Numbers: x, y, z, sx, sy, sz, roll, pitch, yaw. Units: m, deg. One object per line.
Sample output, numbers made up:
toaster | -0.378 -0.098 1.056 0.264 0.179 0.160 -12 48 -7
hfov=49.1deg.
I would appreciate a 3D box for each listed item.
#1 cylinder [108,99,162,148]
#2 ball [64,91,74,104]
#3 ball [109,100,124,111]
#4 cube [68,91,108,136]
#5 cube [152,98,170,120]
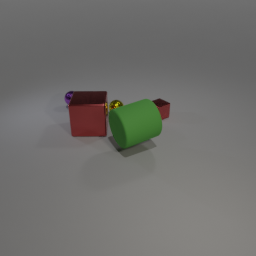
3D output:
cylinder | 0.237 -0.166 9.713 1.400 1.400 1.400 -19 34 -22
ball | -2.616 -1.385 13.083 0.700 0.700 0.700 0 29 0
ball | -0.525 -0.924 12.617 0.700 0.700 0.700 0 29 0
cube | -1.544 -0.596 11.321 1.400 1.400 1.400 0 29 -1
cube | 1.372 -0.819 12.438 0.700 0.700 0.700 -21 36 -32
